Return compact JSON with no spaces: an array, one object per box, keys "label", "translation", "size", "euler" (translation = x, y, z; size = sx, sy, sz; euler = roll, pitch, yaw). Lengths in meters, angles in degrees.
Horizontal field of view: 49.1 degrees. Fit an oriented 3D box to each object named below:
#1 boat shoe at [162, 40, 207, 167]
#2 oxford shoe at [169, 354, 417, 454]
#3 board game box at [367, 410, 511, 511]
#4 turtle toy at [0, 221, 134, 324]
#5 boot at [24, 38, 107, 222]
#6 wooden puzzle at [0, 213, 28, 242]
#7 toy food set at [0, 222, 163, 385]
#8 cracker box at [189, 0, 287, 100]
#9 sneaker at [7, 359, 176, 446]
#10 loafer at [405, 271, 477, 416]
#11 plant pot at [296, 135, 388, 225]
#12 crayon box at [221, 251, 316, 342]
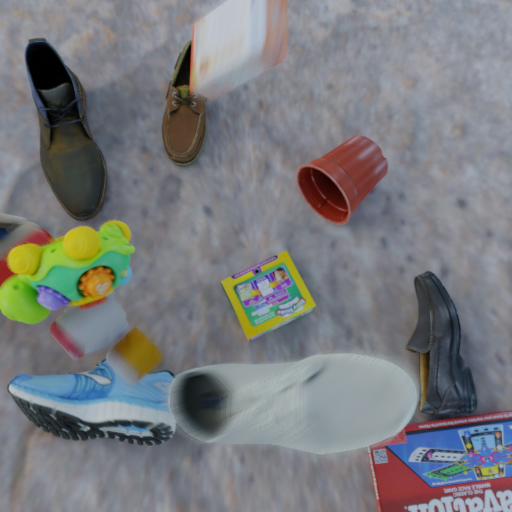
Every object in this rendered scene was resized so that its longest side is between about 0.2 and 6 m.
[{"label":"boat shoe","translation":[-1.157,-2.497,9.022],"size":[0.748,0.707,2.080],"euler":[3,73,1]},{"label":"oxford shoe","translation":[0.269,1.619,6.134],"size":[2.864,0.827,1.077],"euler":[-5,76,20]},{"label":"board game box","translation":[3.084,2.948,7.581],"size":[2.990,0.291,1.539],"euler":[-7,74,-2]},{"label":"turtle toy","translation":[-2.080,0.202,6.132],"size":[1.676,1.222,0.847],"euler":[-17,95,10]},{"label":"boot","translation":[-3.003,-1.923,8.526],"size":[1.015,1.317,2.718],"euler":[-17,74,-5]},{"label":"wooden puzzle","translation":[-4.197,0.032,7.736],"size":[2.022,1.873,0.468],"euler":[-30,98,-9]},{"label":"toy food set","translation":[-2.791,0.711,7.255],"size":[3.169,1.513,1.426],"euler":[38,71,27]},{"label":"cracker box","translation":[-0.257,-2.838,7.411],"size":[0.437,1.516,1.016],"euler":[12,74,-41]},{"label":"sneaker","translation":[-2.190,1.900,7.731],"size":[2.402,0.941,1.080],"euler":[6,47,6]},{"label":"loafer","translation":[2.475,1.222,7.897],"size":[0.737,0.742,2.039],"euler":[-10,72,2]},{"label":"plant pot","translation":[1.358,-1.218,8.519],"size":[1.059,1.089,1.089],"euler":[-40,77,-20]},{"label":"crayon box","translation":[0.176,0.590,8.280],"size":[1.105,0.322,0.953],"euler":[-25,76,-7]}]
